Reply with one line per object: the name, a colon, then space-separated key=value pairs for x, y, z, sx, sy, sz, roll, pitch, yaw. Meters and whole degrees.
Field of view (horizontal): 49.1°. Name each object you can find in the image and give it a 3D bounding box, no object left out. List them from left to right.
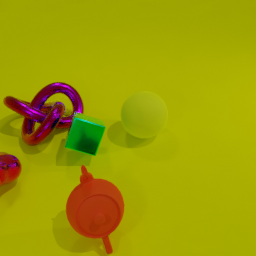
cow figurine: x=-2.512 y=0.878 z=5.241 sx=1.455 sy=0.812 sz=1.479 roll=4 pitch=8 yaw=31
knot shape: x=-2.103 y=-0.338 z=7.000 sx=1.988 sy=0.918 sz=1.860 roll=-4 pitch=38 yaw=-8
cube: x=-0.971 y=0.121 z=6.314 sx=0.707 sy=0.707 sz=0.707 roll=18 pitch=10 yaw=-14
teapot: x=-0.538 y=1.333 z=4.677 sx=1.011 sy=1.626 sz=0.796 roll=-18 pitch=8 yaw=-12
ball: x=0.394 y=-0.321 z=6.844 sx=1.153 sy=1.153 sz=1.153 roll=0 pitch=40 yaw=0
